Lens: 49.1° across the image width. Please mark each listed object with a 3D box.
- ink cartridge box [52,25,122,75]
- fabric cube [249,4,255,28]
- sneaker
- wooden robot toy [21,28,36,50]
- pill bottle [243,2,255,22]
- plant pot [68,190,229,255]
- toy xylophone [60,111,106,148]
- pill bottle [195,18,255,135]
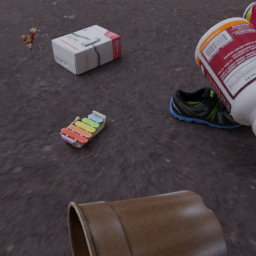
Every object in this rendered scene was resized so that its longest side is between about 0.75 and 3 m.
[{"bbox_3d":[-1.636,-3.188,11.254,2.276,0.965,1.657,-33,51,-30],"label":"ink cartridge box"},{"bbox_3d":[5.610,-2.435,9.131,2.699,2.648,2.691,-13,43,-13],"label":"fabric cube"},{"bbox_3d":[2.514,-0.655,8.330,2.498,1.035,0.886,8,44,10],"label":"sneaker"},{"bbox_3d":[-3.108,-2.829,8.678,0.397,0.386,0.876,13,61,-19],"label":"wooden robot toy"},{"bbox_3d":[6.640,-5.154,13.327,1.143,1.143,2.041,-23,46,-24],"label":"pill bottle"},{"bbox_3d":[0.301,2.073,4.620,2.142,2.163,2.163,-8,42,-21],"label":"plant pot"},{"bbox_3d":[-1.349,0.018,8.080,1.057,0.363,1.444,18,44,20],"label":"toy xylophone"},{"bbox_3d":[2.757,-1.073,6.303,1.534,1.534,2.716,-13,58,-14],"label":"pill bottle"}]
